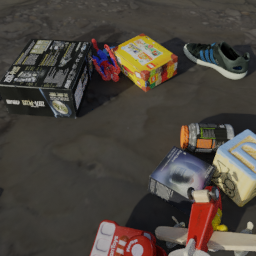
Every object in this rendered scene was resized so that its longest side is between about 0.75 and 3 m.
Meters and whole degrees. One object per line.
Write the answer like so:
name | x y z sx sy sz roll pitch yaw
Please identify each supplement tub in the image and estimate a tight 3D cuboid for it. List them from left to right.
supplement tub | 2.226 0.281 7.976 1.368 0.838 0.838 3 46 3

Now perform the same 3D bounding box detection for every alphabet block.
alphabet block | 2.910 0.993 7.025 1.186 1.207 1.179 -25 52 -22

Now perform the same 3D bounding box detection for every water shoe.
water shoe | 3.462 -2.955 10.919 1.005 1.109 2.811 -35 55 -29

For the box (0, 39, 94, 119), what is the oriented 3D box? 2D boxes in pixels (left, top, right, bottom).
box | -2.630 -1.789 9.689 2.360 1.241 2.882 4 46 4

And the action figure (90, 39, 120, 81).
action figure | -1.111 -2.765 10.617 0.877 1.330 2.687 -33 54 -5

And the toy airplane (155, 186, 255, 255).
toy airplane | 1.581 2.214 5.708 1.774 1.257 1.782 -37 31 0

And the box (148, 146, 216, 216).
box | 1.354 1.289 7.059 1.225 0.761 1.235 27 52 22

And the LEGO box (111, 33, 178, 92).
LEGO box | 0.603 -2.520 10.562 1.556 0.806 2.089 -32 55 -18

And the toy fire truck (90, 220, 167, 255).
toy fire truck | -0.147 2.788 5.400 1.506 1.006 1.794 1 58 29

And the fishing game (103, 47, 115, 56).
fishing game | -0.670 -3.292 11.909 1.202 0.187 0.861 -9 44 -9
